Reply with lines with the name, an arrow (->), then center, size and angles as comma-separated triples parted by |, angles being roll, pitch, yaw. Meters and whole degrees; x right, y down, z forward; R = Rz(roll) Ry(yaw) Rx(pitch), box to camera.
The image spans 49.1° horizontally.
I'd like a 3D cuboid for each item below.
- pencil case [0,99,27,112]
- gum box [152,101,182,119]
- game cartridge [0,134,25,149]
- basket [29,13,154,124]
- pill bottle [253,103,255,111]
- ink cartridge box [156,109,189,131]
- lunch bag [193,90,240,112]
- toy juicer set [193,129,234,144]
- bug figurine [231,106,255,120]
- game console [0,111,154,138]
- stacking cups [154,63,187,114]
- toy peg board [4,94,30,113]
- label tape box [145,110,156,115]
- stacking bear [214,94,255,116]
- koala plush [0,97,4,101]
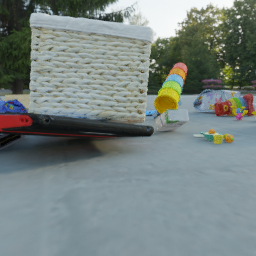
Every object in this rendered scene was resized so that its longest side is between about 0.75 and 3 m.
pencil case -> -3.067, -0.380, 6.650 | 1.603, 0.696, 0.626 | 5, -9, 39
gum box -> 1.469, -0.710, 10.680 | 0.991, 0.221, 0.842 | -26, -4, -9
game cartridge -> -3.069, 0.213, 5.982 | 1.181, 0.359, 1.772 | 4, 8, 0
basket -> -0.989, -1.263, 7.458 | 2.863, 2.302, 2.837 | 2, -3, -10
pill bottle -> 6.238, -0.885, 12.891 | 0.929, 0.522, 0.522 | 0, 8, 4
ink cartridge box -> 1.202, -0.215, 7.722 | 0.603, 0.350, 0.833 | -1, -17, -18
lunch bag -> 4.303, -1.305, 13.736 | 1.542, 1.156, 1.818 | -3, -2, -36
toy juicer set -> 2.057, 0.149, 6.562 | 0.632, 0.270, 0.993 | -3, 8, -18
bug figurine -> 4.661, -0.500, 10.576 | 1.682, 0.433, 1.304 | 10, 19, 33
game console -> -1.185, -0.057, 5.349 | 2.355, 0.413, 2.663 | -3, -6, 45
stacking cups -> 1.427, -1.376, 8.683 | 0.708, 0.708, 2.339 | 3, 41, 22
toy peg board -> -4.009, -0.696, 11.302 | 1.773, 0.867, 1.765 | -4, 25, -19
label tape box -> -0.082, -1.147, 13.213 | 2.944, 0.973, 2.109 | -1, 8, 5
stacking bear -> 4.509, -0.900, 12.146 | 1.575, 0.956, 0.895 | -9, 5, -12
koala plush -> -4.474, -0.626, 8.844 | 1.870, 1.719, 1.658 | 22, 21, 7
